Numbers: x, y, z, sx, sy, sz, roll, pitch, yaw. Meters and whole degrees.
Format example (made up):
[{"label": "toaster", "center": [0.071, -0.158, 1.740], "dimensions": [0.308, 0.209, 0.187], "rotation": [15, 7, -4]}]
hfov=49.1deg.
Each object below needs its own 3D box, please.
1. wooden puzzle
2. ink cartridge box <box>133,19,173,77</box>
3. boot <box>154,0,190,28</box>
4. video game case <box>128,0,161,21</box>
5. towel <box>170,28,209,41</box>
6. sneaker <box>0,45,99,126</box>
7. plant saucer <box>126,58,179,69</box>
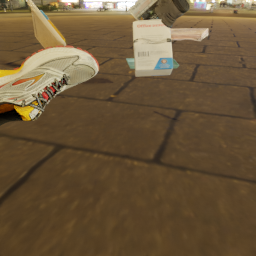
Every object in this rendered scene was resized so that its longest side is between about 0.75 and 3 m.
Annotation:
[{"label": "wooden puzzle", "center": [-1.819, -2.106, 6.612], "dimensions": [0.264, 1.420, 1.314], "rotation": [-36, 81, -17]}, {"label": "ink cartridge box", "center": [0.694, -2.290, 8.073], "dimensions": [1.059, 1.465, 0.617], "rotation": [-2, -8, 1]}, {"label": "boot", "center": [0.854, -3.048, 6.664], "dimensions": [0.416, 1.193, 0.785], "rotation": [-32, 3, -36]}, {"label": "video game case", "center": [0.836, -4.214, 9.904], "dimensions": [1.159, 1.275, 0.149], "rotation": [50, 6, 12]}, {"label": "towel", "center": [2.025, -3.564, 10.714], "dimensions": [1.897, 0.320, 1.986], "rotation": [7, 26, 21]}, {"label": "sneaker", "center": [-1.298, -0.490, 3.968], "dimensions": [1.951, 0.759, 0.802], "rotation": [-25, 65, -7]}, {"label": "plant saucer", "center": [0.952, -2.514, 10.962], "dimensions": [2.003, 0.190, 0.700], "rotation": [-2, 36, -13]}]
